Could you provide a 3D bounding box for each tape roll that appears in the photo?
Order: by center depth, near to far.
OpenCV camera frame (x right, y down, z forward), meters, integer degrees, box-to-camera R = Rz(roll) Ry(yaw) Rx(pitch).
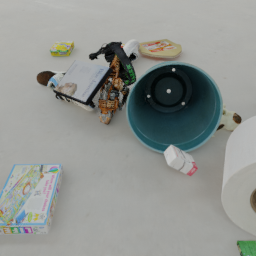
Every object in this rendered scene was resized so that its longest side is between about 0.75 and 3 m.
[{"bbox_3d":[3.531,1.111,6.439,2.574,2.574,1.767,11,37,15],"label":"tape roll"}]

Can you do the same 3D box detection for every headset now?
[{"bbox_3d":[-0.644,-2.715,11.598,1.297,1.704,2.760,-30,45,-8],"label":"headset"}]

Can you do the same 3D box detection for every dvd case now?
[{"bbox_3d":[-1.760,-1.765,10.544,2.262,0.198,1.613,23,74,42],"label":"dvd case"}]

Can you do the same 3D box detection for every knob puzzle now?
[{"bbox_3d":[1.903,-4.403,16.063,2.896,0.402,2.896,0,35,0],"label":"knob puzzle"}]

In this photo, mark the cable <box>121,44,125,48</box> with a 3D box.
[{"bbox_3d":[-0.103,-4.752,16.624,1.281,0.322,0.622,22,41,28],"label":"cable"}]

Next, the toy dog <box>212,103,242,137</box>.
[{"bbox_3d":[3.289,-0.294,9.858,1.348,0.941,1.307,2,46,1],"label":"toy dog"}]

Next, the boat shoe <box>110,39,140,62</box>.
[{"bbox_3d":[0.083,-3.902,14.953,0.942,0.990,2.751,27,40,14],"label":"boat shoe"}]

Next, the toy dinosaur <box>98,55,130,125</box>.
[{"bbox_3d":[-0.513,-1.437,10.570,1.372,1.823,2.685,28,84,13],"label":"toy dinosaur"}]

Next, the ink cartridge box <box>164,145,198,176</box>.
[{"bbox_3d":[1.477,0.913,7.869,0.830,0.344,0.608,28,25,-24],"label":"ink cartridge box"}]

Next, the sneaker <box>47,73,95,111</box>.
[{"bbox_3d":[-2.334,-1.347,11.507,2.652,0.953,0.961,37,85,32],"label":"sneaker"}]

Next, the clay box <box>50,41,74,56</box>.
[{"bbox_3d":[-3.833,-4.607,16.317,1.057,0.438,1.840,1,35,2],"label":"clay box"}]

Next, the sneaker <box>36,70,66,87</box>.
[{"bbox_3d":[-3.129,-2.224,12.912,2.140,0.779,0.906,4,5,15],"label":"sneaker"}]

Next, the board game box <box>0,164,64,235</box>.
[{"bbox_3d":[-2.598,1.784,7.379,1.416,0.360,2.106,-1,35,0],"label":"board game box"}]

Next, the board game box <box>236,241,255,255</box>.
[{"bbox_3d":[2.837,2.991,5.872,0.696,0.156,1.329,-2,35,1],"label":"board game box"}]

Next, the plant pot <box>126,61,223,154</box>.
[{"bbox_3d":[1.449,-0.949,9.447,2.831,2.831,2.660,3,21,4],"label":"plant pot"}]
